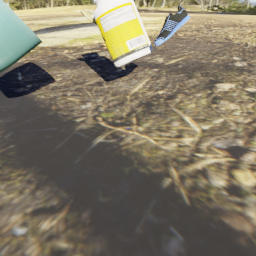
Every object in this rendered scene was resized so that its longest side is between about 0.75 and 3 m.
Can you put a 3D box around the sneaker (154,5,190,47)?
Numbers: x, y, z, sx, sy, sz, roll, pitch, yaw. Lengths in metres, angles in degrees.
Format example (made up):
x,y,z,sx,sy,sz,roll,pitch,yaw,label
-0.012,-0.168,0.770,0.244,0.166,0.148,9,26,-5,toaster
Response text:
x,y,z,sx,sy,sz,roll,pitch,yaw,label
1.281,-3.213,8.831,1.398,0.544,0.490,-42,13,5,sneaker

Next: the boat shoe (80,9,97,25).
x,y,z,sx,sy,sz,roll,pitch,yaw,label
-1.261,-4.138,10.394,1.207,0.380,0.440,15,28,-52,boat shoe

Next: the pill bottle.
x,y,z,sx,sy,sz,roll,pitch,yaw,label
-0.280,-3.621,9.780,1.494,2.684,1.494,-22,10,4,pill bottle

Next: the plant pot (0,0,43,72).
x,y,z,sx,sy,sz,roll,pitch,yaw,label
-3.646,-2.350,6.729,1.941,2.419,2.419,-44,36,-1,plant pot
